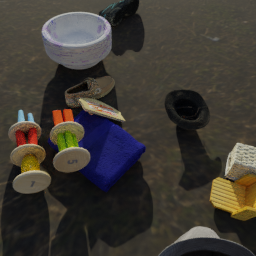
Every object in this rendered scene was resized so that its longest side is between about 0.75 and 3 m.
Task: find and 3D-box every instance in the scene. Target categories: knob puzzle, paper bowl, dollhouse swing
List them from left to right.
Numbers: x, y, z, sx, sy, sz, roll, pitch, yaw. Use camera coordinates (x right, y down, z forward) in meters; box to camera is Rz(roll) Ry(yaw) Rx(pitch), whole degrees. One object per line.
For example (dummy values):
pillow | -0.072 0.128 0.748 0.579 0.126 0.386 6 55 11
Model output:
paper bowl | -2.060 -3.544 11.693 2.781 1.446 2.781 0 49 0
knob puzzle | -0.978 -0.628 9.561 1.757 0.244 1.757 21 16 -6
dollhouse swing | 2.909 1.716 7.502 0.962 0.995 1.095 28 52 -4

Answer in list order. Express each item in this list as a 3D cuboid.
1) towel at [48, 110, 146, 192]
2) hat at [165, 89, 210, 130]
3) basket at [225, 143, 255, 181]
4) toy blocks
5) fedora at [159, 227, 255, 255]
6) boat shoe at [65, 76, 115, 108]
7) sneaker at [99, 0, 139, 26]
towel | -0.965 0.588 8.702 2.594 0.643 1.916 35 64 26
hat | 1.945 -0.509 9.539 1.683 0.679 1.683 4 58 -6
basket | 3.602 1.077 8.085 1.307 0.806 0.886 16 51 13
toy blocks | -2.455 0.219 8.352 2.317 1.009 2.779 -29 51 6
fedora | 1.465 2.927 5.731 2.133 2.412 1.089 5 16 3
boat shoe | -1.366 -1.483 10.409 2.094 0.676 0.746 -33 57 -26
sneaker | -0.396 -6.171 14.321 1.042 0.991 2.628 29 54 25
